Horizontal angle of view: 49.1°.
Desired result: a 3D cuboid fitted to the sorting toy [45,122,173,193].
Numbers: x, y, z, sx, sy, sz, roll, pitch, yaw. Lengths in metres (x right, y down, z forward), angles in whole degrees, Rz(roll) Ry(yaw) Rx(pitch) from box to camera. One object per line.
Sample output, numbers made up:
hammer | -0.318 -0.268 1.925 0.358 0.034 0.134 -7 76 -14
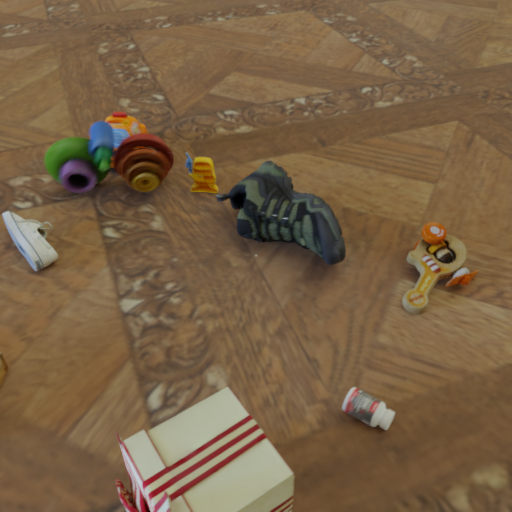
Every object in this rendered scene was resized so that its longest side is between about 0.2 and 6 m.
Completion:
sorting toy | -2.851 -1.688 10.859 2.499 1.502 1.026 -10 55 -5

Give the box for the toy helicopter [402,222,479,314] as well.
toy helicopter | 3.003 0.329 9.332 1.143 0.682 1.729 29 60 17

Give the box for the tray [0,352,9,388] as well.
tray | -4.841 1.878 7.606 2.465 0.456 1.216 2 42 1

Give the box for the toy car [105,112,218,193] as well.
toy car | -2.015 -2.387 11.907 3.098 1.031 1.520 14 44 16

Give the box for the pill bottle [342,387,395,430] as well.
pill bottle | 1.502 2.052 7.474 0.633 0.351 0.351 24 47 25

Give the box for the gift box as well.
gift box | -0.628 2.474 6.089 1.544 1.654 1.526 -26 43 -24

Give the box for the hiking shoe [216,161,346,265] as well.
hiking shoe | 0.430 -0.549 10.012 1.430 1.076 2.840 -32 45 -11

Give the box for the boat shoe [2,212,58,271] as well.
boat shoe | -3.972 -0.378 10.022 0.648 0.561 1.520 -29 51 -28
